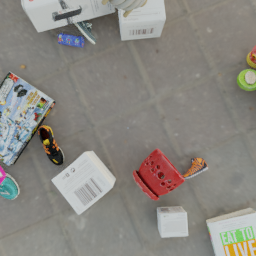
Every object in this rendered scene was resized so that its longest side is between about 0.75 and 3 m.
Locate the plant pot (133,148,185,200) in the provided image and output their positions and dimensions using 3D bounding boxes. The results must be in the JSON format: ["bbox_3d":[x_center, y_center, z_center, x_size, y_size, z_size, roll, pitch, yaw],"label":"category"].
[{"bbox_3d":[0.993,1.630,9.486,1.311,1.440,1.440,-42,88,2],"label":"plant pot"}]

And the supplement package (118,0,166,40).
[{"bbox_3d":[0.359,-4.639,9.791,1.521,1.526,2.602,-6,87,0],"label":"supplement package"}]

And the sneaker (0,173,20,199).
[{"bbox_3d":[-4.684,1.815,9.800,1.955,0.779,0.758,41,88,1],"label":"sneaker"}]

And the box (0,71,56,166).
[{"bbox_3d":[-4.166,-0.336,10.026,1.905,0.555,2.782,34,87,2],"label":"box"}]

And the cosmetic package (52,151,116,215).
[{"bbox_3d":[-1.387,1.727,9.334,1.402,1.701,1.403,-39,87,-2],"label":"cosmetic package"}]

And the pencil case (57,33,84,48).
[{"bbox_3d":[-2.090,-3.226,10.279,0.975,0.380,0.423,10,100,0],"label":"pencil case"}]

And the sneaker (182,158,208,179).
[{"bbox_3d":[2.313,1.412,10.055,1.041,0.404,0.583,-25,83,-12],"label":"sneaker"}]

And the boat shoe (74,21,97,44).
[{"bbox_3d":[-1.600,-3.751,10.227,0.482,0.568,1.561,-40,82,2],"label":"boat shoe"}]

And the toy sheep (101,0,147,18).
[{"bbox_3d":[-0.125,-3.947,7.878,1.300,1.885,1.300,-5,82,42],"label":"toy sheep"}]

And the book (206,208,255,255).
[{"bbox_3d":[3.915,4.327,9.809,1.732,0.623,2.593,-15,88,3],"label":"book"}]

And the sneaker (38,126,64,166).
[{"bbox_3d":[-2.778,0.637,9.903,0.542,0.697,1.549,-25,87,-1],"label":"sneaker"}]

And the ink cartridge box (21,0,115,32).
[{"bbox_3d":[-2.125,-4.814,9.681,2.913,1.220,2.102,-15,69,-2],"label":"ink cartridge box"}]

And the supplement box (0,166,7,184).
[{"bbox_3d":[-3.971,1.332,6.698,0.871,1.685,0.853,52,125,10],"label":"supplement box"}]

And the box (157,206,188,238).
[{"bbox_3d":[1.510,3.208,9.635,0.942,0.937,0.807,-2,87,0],"label":"box"}]

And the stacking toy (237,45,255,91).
[{"bbox_3d":[4.851,-1.967,9.649,1.915,0.809,1.734,35,76,18],"label":"stacking toy"}]
